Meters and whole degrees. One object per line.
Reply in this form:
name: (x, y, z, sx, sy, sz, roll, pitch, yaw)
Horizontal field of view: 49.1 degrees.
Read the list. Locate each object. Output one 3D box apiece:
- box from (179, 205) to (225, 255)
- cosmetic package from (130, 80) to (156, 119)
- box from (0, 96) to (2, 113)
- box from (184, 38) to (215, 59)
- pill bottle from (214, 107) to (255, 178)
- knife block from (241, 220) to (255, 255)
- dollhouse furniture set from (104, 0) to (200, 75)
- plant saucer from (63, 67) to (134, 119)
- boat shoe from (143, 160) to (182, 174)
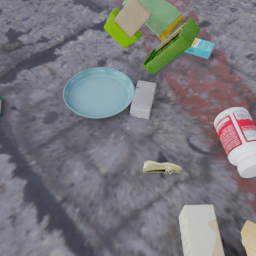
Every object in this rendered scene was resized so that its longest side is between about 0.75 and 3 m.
box: (1.405, 2.311, 5.303, 0.601, 0.734, 1.545, 0, 53, -2)
cosmetic package: (0.434, -0.804, 7.904, 0.566, 0.478, 1.060, 10, 50, 4)
box: (-4.261, -0.565, 7.814, 1.304, 0.315, 0.765, -8, 53, -9)
box: (2.234, -2.804, 9.551, 1.290, 0.317, 0.531, 22, 55, 16)
pill bottle: (2.742, 0.340, 6.735, 0.887, 0.887, 1.581, -6, 52, -5)
knife block: (3.438, 2.600, 4.094, 2.597, 0.947, 2.959, -28, 47, 25)
dollhouse furniture set: (0.811, -2.722, 6.511, 1.630, 1.249, 2.488, 42, 50, -13)
plant saucer: (-0.836, -1.001, 8.172, 2.045, 0.280, 2.045, 0, 51, 0)
boat shoe: (0.811, 0.980, 6.610, 0.903, 0.329, 0.284, 9, 62, 8)
